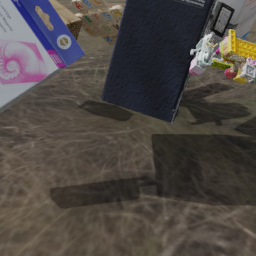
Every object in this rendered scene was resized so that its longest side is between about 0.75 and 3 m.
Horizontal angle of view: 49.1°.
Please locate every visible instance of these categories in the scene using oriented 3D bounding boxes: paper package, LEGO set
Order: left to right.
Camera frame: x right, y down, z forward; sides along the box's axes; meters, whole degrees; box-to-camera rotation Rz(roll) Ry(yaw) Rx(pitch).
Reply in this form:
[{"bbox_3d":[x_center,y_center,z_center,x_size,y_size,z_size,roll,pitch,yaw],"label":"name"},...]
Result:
[{"bbox_3d":[-2.328,-3.237,9.121,1.407,1.341,0.728,41,42,14],"label":"paper package"},{"bbox_3d":[1.965,-0.734,4.566,2.244,0.835,1.032,32,68,-11],"label":"LEGO set"}]

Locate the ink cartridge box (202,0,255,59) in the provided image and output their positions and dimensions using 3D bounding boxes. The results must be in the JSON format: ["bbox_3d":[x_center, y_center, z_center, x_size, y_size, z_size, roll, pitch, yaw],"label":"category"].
[{"bbox_3d":[2.837,-3.145,7.322,0.835,2.461,1.428,41,60,21],"label":"ink cartridge box"}]

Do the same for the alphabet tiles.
[{"bbox_3d":[-0.795,-3.543,9.515,2.269,2.219,0.166,10,70,40],"label":"alphabet tiles"}]

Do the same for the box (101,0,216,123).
[{"bbox_3d":[0.706,-1.862,6.426,1.673,2.693,2.715,17,17,5],"label":"box"}]

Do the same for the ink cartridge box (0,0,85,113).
[{"bbox_3d":[-2.326,-1.744,5.419,2.173,2.134,0.471,-35,7,0],"label":"ink cartridge box"}]
